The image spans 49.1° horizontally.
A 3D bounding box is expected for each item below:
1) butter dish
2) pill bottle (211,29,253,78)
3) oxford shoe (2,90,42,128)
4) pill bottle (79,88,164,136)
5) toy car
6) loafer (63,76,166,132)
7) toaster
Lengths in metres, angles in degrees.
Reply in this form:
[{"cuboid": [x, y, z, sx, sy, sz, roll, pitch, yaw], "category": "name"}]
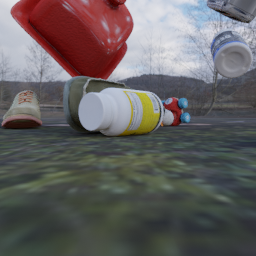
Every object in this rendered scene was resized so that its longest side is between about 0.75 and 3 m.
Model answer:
[{"cuboid": [-0.867, -2.872, 7.158, 2.095, 2.835, 2.827, -27, 25, 43], "category": "butter dish"}, {"cuboid": [3.493, -2.664, 9.689, 1.187, 1.187, 2.086, 0, 34, 10], "category": "pill bottle"}, {"cuboid": [-2.941, -0.545, 7.801, 1.009, 1.052, 2.850, -1, 3, -19], "category": "oxford shoe"}, {"cuboid": [-0.094, -0.256, 4.521, 0.756, 0.756, 1.359, 2, 3, 41], "category": "pill bottle"}, {"cuboid": [1.234, -0.440, 8.723, 0.952, 0.913, 1.032, -3, 12, 44], "category": "toy car"}, {"cuboid": [-0.111, -0.482, 5.692, 1.029, 1.111, 2.955, -4, 0, 31], "category": "loafer"}, {"cuboid": [2.868, -3.493, 7.062, 1.178, 1.339, 2.072, 20, 23, -13], "category": "toaster"}]
